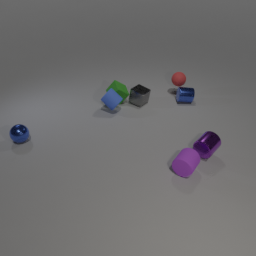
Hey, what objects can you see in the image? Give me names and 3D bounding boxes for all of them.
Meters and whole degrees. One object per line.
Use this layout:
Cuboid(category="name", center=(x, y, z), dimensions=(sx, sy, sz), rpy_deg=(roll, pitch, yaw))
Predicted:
Cuboid(category="cylinder", center=(2.687, -1.560, 13.139), dimensions=(0.700, 0.700, 0.700), rpy_deg=(4, 32, -4))
Cuboid(category="cube", center=(-0.485, -1.655, 12.991), dimensions=(0.700, 0.700, 0.700), rpy_deg=(21, 35, -39))
Cuboid(category="ball", center=(-4.043, 0.204, 10.431), dimensions=(0.700, 0.700, 0.700), rpy_deg=(0, 32, 0))
Cuboid(category="ball", center=(2.461, -2.364, 13.567), dimensions=(0.700, 0.700, 0.700), rpy_deg=(0, 32, 0))
Cuboid(category="cylinder", center=(-0.706, -1.247, 12.210), dimensions=(0.700, 0.700, 0.700), rpy_deg=(43, 38, -5))
Cuboid(category="cube", center=(0.540, -1.508, 13.038), dimensions=(0.700, 0.700, 0.700), rpy_deg=(30, 42, 23))
Cuboid(category="cylinder", center=(2.702, 0.571, 9.570), dimensions=(0.700, 0.700, 0.700), rpy_deg=(27, 49, 35))
Cuboid(category="cylinder", center=(1.863, 1.100, 8.968), dimensions=(0.700, 0.700, 0.700), rpy_deg=(19, 38, 28))
